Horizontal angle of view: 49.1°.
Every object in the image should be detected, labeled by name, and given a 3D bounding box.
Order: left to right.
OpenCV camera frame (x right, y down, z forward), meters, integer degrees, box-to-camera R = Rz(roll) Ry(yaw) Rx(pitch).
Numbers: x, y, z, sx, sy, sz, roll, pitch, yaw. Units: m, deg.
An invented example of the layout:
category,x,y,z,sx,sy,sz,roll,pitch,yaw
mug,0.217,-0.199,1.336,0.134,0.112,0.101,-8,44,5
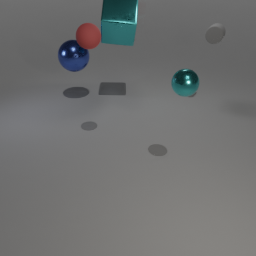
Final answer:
category,x,y,z,sx,sy,sz,roll,pitch,yaw
ball,-2.427,-3.227,12.542,1.400,1.400,1.400,0,30,0
ball,-1.097,-2.545,7.769,0.700,0.700,0.700,0,30,0
cube,-0.365,-4.437,11.593,1.400,1.400,1.400,5,69,-3
ball,1.442,-1.140,7.057,0.700,0.700,0.700,0,30,0
cylinder,3.555,-3.837,11.378,0.700,0.700,0.700,13,32,21
